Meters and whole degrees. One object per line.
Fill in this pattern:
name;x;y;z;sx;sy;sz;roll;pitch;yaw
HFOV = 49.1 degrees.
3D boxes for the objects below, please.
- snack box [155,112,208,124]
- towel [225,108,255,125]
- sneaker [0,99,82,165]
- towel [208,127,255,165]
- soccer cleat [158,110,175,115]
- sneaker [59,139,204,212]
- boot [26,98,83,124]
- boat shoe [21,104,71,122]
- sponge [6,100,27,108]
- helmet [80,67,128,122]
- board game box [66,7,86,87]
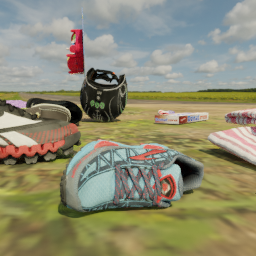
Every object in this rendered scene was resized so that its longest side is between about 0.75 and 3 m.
snack box;2.205;-0.412;11.166;1.007;0.341;2.801;4;7;37
towel;3.163;-0.210;4.962;2.001;0.409;2.735;-6;4;-2
sneaker;-1.888;-0.080;4.103;2.426;1.185;0.857;0;3;-19
towel;2.587;0.124;4.294;2.233;0.334;1.634;-9;13;-14
soccer cleat;2.040;-0.720;14.586;1.027;0.350;0.376;3;30;-29
sneaker;0.133;0.397;2.434;1.456;0.577;0.696;-6;10;-43
boot;-2.174;-0.508;9.845;1.903;0.865;2.265;17;5;41
boat shoe;-2.323;-0.079;6.299;2.178;0.776;0.656;-10;12;-21
sponge;-4.141;-0.609;10.422;1.637;0.438;2.934;20;10;9
helmet;-0.954;-1.238;11.186;2.083;1.985;2.083;4;45;-4
board game box;-1.610;-2.367;8.614;0.537;2.181;2.760;-3;9;-9
